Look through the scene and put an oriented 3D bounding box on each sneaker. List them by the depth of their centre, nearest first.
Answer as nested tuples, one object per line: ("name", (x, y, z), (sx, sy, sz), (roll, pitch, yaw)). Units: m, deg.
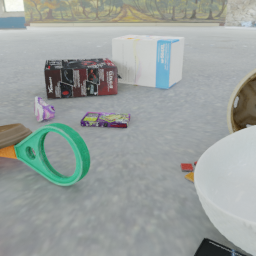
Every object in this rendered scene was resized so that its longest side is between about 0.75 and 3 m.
("sneaker", (-2.457, -0.558, 8.257), (0.543, 0.494, 1.228), (-4, 27, -25))

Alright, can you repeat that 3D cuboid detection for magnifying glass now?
("magnifying glass", (-1.888, 0.448, 5.341), (2.819, 1.122, 0.316), (3, 19, 33))

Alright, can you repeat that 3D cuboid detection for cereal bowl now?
("cereal bowl", (2.247, 0.853, 3.737), (2.551, 1.062, 2.551), (-18, 18, 6))

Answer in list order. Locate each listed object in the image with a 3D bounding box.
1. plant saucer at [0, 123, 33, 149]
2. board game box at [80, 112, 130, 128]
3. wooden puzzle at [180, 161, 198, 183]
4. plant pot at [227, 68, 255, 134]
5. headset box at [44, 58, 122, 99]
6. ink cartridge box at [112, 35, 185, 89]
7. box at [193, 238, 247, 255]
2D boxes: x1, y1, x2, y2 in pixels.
("plant saucer", (-3.049, 0.264, 5.771), (2.072, 0.305, 2.072), (-11, 12, 2))
("board game box", (-0.607, -0.235, 7.818), (1.279, 0.207, 0.768), (3, 28, 7))
("wooden puzzle", (2.007, 0.842, 5.338), (1.897, 0.133, 1.125), (-6, 24, -13))
("plant pot", (2.979, -0.393, 5.920), (1.973, 1.973, 1.806), (4, 10, 10))
("headset box", (-1.675, -1.980, 10.724), (2.841, 1.066, 2.112), (-6, 24, -13))
("ink cartridge box", (0.684, -2.916, 11.923), (2.933, 1.837, 1.885), (11, 26, 23))
("box", (1.194, 1.791, 2.970), (1.194, 0.260, 0.957), (16, 28, 32))
